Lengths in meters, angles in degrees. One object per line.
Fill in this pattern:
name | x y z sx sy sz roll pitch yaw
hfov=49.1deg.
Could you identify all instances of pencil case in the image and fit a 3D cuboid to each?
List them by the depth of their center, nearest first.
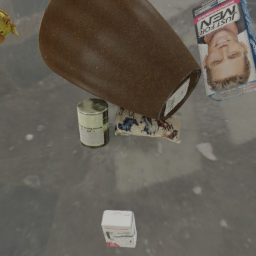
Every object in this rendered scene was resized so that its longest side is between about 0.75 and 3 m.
pencil case | 0.484 -0.056 6.566 1.585 0.617 0.709 9 80 -1

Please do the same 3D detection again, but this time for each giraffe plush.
giraffe plush | -3.711 -2.732 7.524 1.270 1.351 1.566 19 109 9

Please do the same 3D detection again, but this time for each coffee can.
coffee can | -0.811 -0.108 6.660 0.722 0.986 0.722 0 33 0

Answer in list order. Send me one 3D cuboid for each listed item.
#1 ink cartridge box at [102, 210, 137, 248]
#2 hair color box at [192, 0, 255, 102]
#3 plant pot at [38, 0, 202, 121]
ink cartridge box | -0.146 1.848 5.107 0.547 0.751 0.319 0 39 8
hair color box | 2.428 -2.016 6.871 1.222 0.740 2.444 -17 71 37
plant pot | 0.037 -1.491 6.036 2.824 2.639 2.639 41 74 18
